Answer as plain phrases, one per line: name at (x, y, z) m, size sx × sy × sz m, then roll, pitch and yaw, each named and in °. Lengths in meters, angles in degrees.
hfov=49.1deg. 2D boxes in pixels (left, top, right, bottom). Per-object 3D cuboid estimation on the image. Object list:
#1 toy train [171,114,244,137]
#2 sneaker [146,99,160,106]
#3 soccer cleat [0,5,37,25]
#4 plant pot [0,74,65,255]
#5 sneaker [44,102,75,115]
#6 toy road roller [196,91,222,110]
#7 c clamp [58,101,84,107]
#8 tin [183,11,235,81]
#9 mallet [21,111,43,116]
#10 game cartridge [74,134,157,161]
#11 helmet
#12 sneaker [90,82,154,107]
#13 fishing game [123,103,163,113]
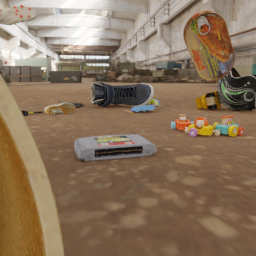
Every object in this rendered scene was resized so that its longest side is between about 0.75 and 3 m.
toy train at (2.248, -0.152, 8.025) m, size 1.963 × 0.546 × 1.475 m, roll 1°, pitch 11°, yaw 6°
sneaker at (1.180, -1.310, 14.424) m, size 0.604 × 0.435 × 1.150 m, roll 6°, pitch 12°, yaw -41°
soccer cleat at (-3.287, -3.260, 8.173) m, size 1.368 × 0.474 × 0.530 m, roll 0°, pitch -11°, yaw 5°
plant pot at (-1.715, 0.436, 1.400) m, size 2.301 × 2.301 × 2.469 m, roll -5°, pitch 4°, yaw -24°
sneaker at (-2.852, -0.833, 11.652) m, size 1.260 × 0.477 × 0.552 m, roll -6°, pitch 12°, yaw -33°
toy road roller at (3.725, -1.240, 13.003) m, size 0.939 × 0.791 × 1.287 m, roll -8°, pitch 3°, yaw 35°
c clamp at (-2.981, -1.168, 14.150) m, size 1.422 × 0.225 × 1.664 m, roll 5°, pitch 10°, yaw -2°
tin at (2.619, -2.611, 9.080) m, size 1.318 × 2.354 × 0.493 m, roll -28°, pitch 34°, yaw 6°
mallet at (-3.855, -0.617, 11.372) m, size 0.337 × 0.210 × 1.022 m, roll 8°, pitch 10°, yaw 38°
game cartridge at (-0.318, 0.388, 5.997) m, size 1.593 × 0.326 × 1.060 m, roll -3°, pitch 8°, yaw -17°
helmet at (4.878, -1.716, 12.386) m, size 1.801 × 1.889 × 1.889 m, roll 11°, pitch 15°, yaw 32°
sneaker at (-0.462, -1.616, 13.335) m, size 3.009 × 1.144 × 2.174 m, roll -3°, pitch -4°, yaw 41°
fishing game at (0.683, -0.812, 12.215) m, size 1.596 × 0.248 × 1.143 m, roll -16°, pitch 18°, yaw -32°
